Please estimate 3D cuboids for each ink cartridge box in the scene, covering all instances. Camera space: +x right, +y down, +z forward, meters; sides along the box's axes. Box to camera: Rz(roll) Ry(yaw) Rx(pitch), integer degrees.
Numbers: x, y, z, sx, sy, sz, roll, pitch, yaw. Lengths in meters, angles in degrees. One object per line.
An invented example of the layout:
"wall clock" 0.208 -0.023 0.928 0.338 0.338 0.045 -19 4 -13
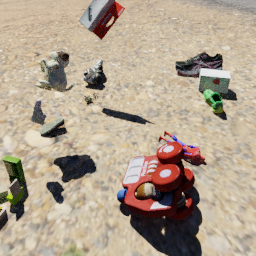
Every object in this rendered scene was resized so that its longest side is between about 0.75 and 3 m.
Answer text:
"ink cartridge box" -1.245 -5.254 12.981 1.595 1.838 0.400 46 13 27

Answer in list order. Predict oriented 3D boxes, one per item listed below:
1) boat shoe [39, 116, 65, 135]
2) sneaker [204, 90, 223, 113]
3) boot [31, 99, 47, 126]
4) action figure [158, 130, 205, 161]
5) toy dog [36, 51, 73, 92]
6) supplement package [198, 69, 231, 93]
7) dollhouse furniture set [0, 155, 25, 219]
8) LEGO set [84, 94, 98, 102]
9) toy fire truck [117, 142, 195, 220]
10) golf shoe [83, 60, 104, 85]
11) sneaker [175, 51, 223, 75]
"boat shoe" -3.131 -0.043 11.672 1.165 0.363 0.435 -35 53 -19
"sneaker" 4.105 -1.400 13.233 0.656 0.741 1.772 -5 35 -5
"boot" -2.880 -0.510 9.270 0.460 0.962 0.354 23 39 -5
"action figure" 2.051 0.740 10.488 1.847 0.477 0.604 28 49 27
"toy dog" -2.616 -2.141 10.325 1.424 1.468 1.025 13 -7 -17
"supplement package" 4.473 -2.454 14.581 1.488 0.902 0.891 7 36 10
"dollhouse furniture set" -4.006 1.937 8.391 1.172 0.905 2.345 11 37 16
"LEGO set" -1.849 -1.422 13.776 0.893 0.253 0.580 -13 38 -40
"toy fire truck" 0.793 1.671 8.598 2.169 1.448 2.583 -13 29 24
"golf shoe" -1.926 -3.208 15.689 1.060 0.872 2.243 2 34 2
"sneaker" 4.149 -3.895 16.333 2.845 1.228 1.143 -2 34 -2
